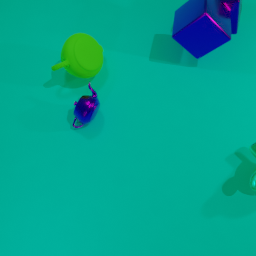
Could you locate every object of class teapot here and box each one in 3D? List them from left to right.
[{"bbox_3d":[-1.372,-2.110,8.297,2.084,1.021,1.296,-36,111,-38],"label":"teapot"},{"bbox_3d":[-1.169,-0.589,7.742,0.660,0.838,1.347,27,98,3],"label":"teapot"}]

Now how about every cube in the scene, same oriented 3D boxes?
[{"bbox_3d":[2.146,-3.005,8.160,1.195,1.195,1.195,30,55,-29],"label":"cube"},{"bbox_3d":[2.951,-3.875,8.951,1.219,1.219,1.219,8,61,22],"label":"cube"}]

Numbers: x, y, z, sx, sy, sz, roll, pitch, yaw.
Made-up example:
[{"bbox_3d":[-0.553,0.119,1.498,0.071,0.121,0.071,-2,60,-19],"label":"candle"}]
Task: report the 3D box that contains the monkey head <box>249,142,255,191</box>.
[{"bbox_3d":[3.560,0.879,6.856,1.736,1.046,1.249,-27,82,-1],"label":"monkey head"}]
